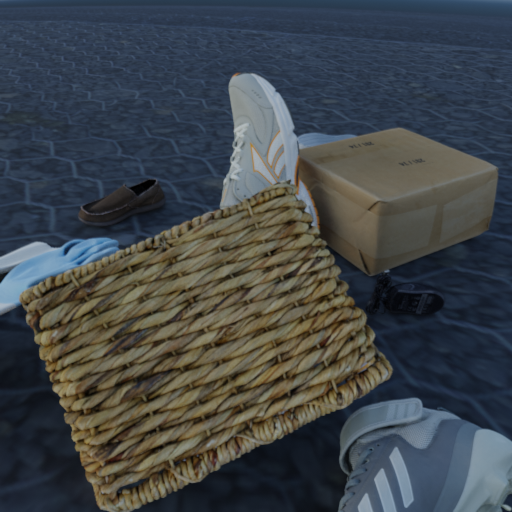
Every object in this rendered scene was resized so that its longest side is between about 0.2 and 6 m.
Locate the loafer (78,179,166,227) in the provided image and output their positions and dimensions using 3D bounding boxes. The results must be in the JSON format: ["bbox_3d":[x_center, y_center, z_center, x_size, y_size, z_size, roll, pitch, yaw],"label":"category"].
[{"bbox_3d":[-2.832,-1.202,11.738,1.919,0.681,0.701,-24,44,-30],"label":"loafer"}]

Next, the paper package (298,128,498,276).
[{"bbox_3d":[2.587,-1.242,11.091,3.006,1.555,2.865,-19,36,-26],"label":"paper package"}]

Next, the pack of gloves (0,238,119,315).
[{"bbox_3d":[-4.145,0.244,8.314,3.184,0.748,3.789,-3,21,38],"label":"pack of gloves"}]

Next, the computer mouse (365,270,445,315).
[{"bbox_3d":[2.398,0.614,8.925,1.212,0.839,0.320,8,36,-6],"label":"computer mouse"}]

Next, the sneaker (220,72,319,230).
[{"bbox_3d":[-0.043,-1.568,10.142,1.573,3.419,1.294,-20,6,-18],"label":"sneaker"}]

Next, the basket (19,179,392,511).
[{"bbox_3d":[-0.622,1.106,6.910,3.454,2.465,2.573,-25,80,-13],"label":"basket"}]

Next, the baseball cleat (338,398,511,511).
[{"bbox_3d":[1.168,2.565,5.596,3.472,1.211,1.848,-14,26,-37],"label":"baseball cleat"}]

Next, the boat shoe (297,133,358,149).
[{"bbox_3d":[1.809,-2.589,13.860,2.053,0.637,0.739,-6,43,-30],"label":"boat shoe"}]
